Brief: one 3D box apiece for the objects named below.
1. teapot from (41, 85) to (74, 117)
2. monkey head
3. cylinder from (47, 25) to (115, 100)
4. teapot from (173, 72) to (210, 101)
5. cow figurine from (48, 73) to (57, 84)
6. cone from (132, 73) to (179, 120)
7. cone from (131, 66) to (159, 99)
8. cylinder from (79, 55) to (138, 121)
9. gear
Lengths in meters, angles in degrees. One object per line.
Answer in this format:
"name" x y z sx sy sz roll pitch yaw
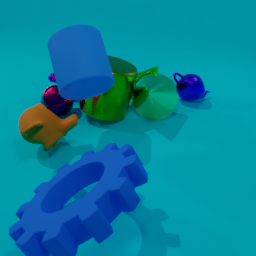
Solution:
"teapot" -1.838 -0.796 7.328 0.863 0.680 1.388 27 71 3
"monkey head" -1.709 -0.119 5.945 1.119 0.937 1.555 -36 24 4
"cylinder" -0.948 -1.286 5.662 1.119 1.119 1.119 -13 79 -18
"teapot" 1.816 -1.172 7.959 1.356 0.843 0.664 27 62 -20
"cow figurine" -1.265 -1.484 8.357 1.738 0.954 1.711 -17 2 22
"cone" 0.580 -0.791 6.671 1.216 1.216 1.220 7 3 11
"cone" 0.555 -1.362 7.720 1.043 1.047 1.043 17 52 -22
"cylinder" -0.515 -1.037 7.154 1.287 1.287 1.287 12 30 -7
"gear" -0.721 0.994 4.170 2.075 0.384 2.075 -27 19 10
